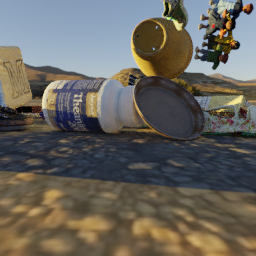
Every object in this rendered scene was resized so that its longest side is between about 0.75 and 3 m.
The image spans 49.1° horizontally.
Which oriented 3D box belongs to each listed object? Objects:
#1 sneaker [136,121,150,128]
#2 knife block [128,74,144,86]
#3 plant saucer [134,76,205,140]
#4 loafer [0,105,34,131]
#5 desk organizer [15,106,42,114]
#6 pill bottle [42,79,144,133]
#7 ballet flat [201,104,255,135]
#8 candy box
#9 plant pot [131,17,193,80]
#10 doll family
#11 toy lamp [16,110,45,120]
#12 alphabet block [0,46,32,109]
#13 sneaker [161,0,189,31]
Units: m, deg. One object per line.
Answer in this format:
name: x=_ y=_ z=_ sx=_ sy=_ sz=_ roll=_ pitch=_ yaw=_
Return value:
sneaker: x=0.520 y=-0.183 z=8.018 sx=0.711 sy=0.433 sz=1.089 roll=0 pitch=-3 yaw=-14
knife block: x=0.666 y=-1.257 z=9.101 sx=0.746 sy=2.047 sz=2.332 roll=-3 pitch=-21 yaw=-23
plant saucer: x=0.926 y=-0.442 z=6.478 sx=1.866 sy=1.866 sz=0.299 roll=-4 pitch=-34 yaw=-31
loafer: x=-3.946 y=-0.373 z=7.810 sx=2.627 sy=0.827 sz=0.944 roll=1 pitch=7 yaw=7
desk organizer: x=-4.324 y=-0.699 z=11.928 sx=1.215 sy=0.468 sz=0.436 roll=-4 pitch=8 yaw=-32
pill bottle: x=-0.833 y=-0.567 z=7.239 sx=2.449 sy=1.359 sz=1.359 roll=3 pitch=7 yaw=22
ballet flat: x=2.653 y=-0.183 z=6.658 sx=2.339 sy=0.747 sz=0.884 roll=3 pitch=6 yaw=20
candy box: x=2.481 y=-0.441 z=7.815 sx=1.863 sy=0.515 sz=1.075 roll=5 pitch=-21 yaw=48
plant pot: x=1.132 y=-3.255 z=10.953 sx=2.544 sy=2.544 sz=2.730 roll=2 pitch=5 yaw=18
doll family: x=3.074 y=-3.111 z=8.978 sx=0.945 sy=2.408 sz=1.392 roll=-21 pitch=33 yaw=-41
toy lamp: x=-3.875 y=-0.495 z=10.627 sx=1.403 sy=0.408 sz=0.408 roll=-1 pitch=7 yaw=0
alphabet block: x=-5.461 y=-1.814 z=10.768 sx=2.388 sy=2.401 sz=2.445 roll=-5 pitch=16 yaw=6
sneaker: x=1.030 y=-2.758 z=6.624 sx=0.506 sy=0.583 sz=1.316 roll=46 pitch=-5 yaw=32
